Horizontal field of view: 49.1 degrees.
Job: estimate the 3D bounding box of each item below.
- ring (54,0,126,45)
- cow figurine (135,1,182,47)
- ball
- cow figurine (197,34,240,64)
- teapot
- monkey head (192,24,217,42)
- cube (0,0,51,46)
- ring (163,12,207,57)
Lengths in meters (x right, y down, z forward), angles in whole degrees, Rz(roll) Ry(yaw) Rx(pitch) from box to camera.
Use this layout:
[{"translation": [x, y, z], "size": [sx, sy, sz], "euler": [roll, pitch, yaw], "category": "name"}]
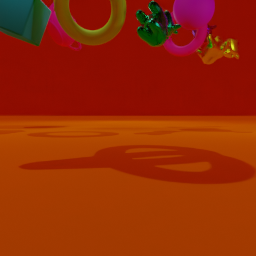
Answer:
[{"translation": [-0.954, -3.007, 7.014], "size": [1.845, 1.845, 0.369], "euler": [0, 31, 9], "category": "ring"}, {"translation": [0.815, -2.545, 7.219], "size": [0.787, 1.434, 1.411], "euler": [-22, -38, 33], "category": "cow figurine"}, {"translation": [2.041, -3.714, 8.714], "size": [1.255, 1.255, 1.255], "euler": [0, 3, 0], "category": "ball"}, {"translation": [2.384, -1.995, 7.375], "size": [0.570, 1.021, 1.038], "euler": [0, -35, -34], "category": "cow figurine"}, {"translation": [-2.396, -3.801, 10.402], "size": [1.011, 2.064, 1.283], "euler": [-39, 20, -23], "category": "teapot"}, {"translation": [2.856, -3.709, 10.563], "size": [1.210, 0.729, 0.870], "euler": [-2, -15, -7], "category": "monkey head"}, {"translation": [-2.916, -3.017, 7.561], "size": [1.084, 1.084, 1.084], "euler": [21, 4, 4], "category": "cube"}, {"translation": [1.945, -3.381, 9.832], "size": [1.710, 1.710, 0.342], "euler": [2, 4, 36], "category": "ring"}]
